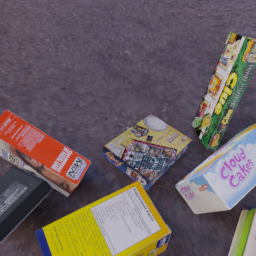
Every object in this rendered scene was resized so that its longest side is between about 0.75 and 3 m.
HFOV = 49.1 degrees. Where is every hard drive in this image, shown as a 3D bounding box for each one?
[{"bbox_3d":[-2.809,1.639,6.517,2.106,0.346,1.469,4,44,50],"label":"hard drive"}]

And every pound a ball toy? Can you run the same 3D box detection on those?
[{"bbox_3d":[2.923,2.717,5.900,1.009,1.549,2.376,28,56,9],"label":"pound a ball toy"}]

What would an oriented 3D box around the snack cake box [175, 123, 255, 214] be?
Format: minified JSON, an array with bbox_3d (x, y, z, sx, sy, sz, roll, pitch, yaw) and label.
[{"bbox_3d":[2.743,0.905,7.106,2.839,1.633,0.954,-33,83,-23],"label":"snack cake box"}]

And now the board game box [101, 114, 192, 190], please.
[{"bbox_3d":[0.590,0.545,7.811,1.552,0.396,2.290,35,42,21],"label":"board game box"}]

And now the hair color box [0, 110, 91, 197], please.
[{"bbox_3d":[-2.244,0.709,7.071,2.385,1.323,0.762,32,58,-5],"label":"hair color box"}]

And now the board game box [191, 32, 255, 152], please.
[{"bbox_3d":[2.590,-1.002,7.635,0.348,2.963,1.553,11,24,-13],"label":"board game box"}]

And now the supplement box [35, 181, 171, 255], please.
[{"bbox_3d":[-0.499,2.504,6.174,2.491,1.364,1.356,-23,55,-16],"label":"supplement box"}]
